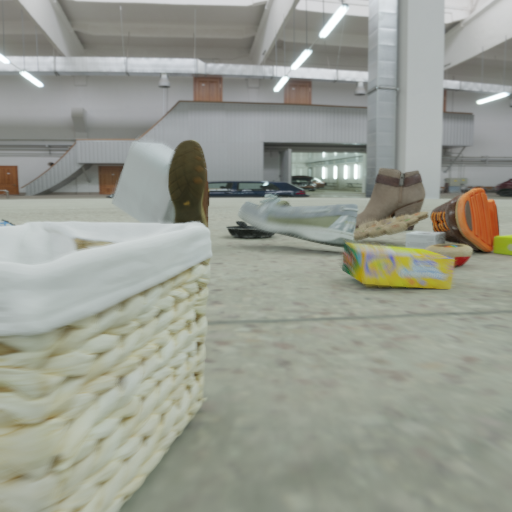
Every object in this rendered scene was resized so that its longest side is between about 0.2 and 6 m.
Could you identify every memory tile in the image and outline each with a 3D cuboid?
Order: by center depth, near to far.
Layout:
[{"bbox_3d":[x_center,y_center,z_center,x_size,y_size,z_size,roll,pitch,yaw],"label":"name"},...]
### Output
[{"bbox_3d":[2.862,-0.654,12.780,1.447,0.158,1.888,-24,8,-40],"label":"memory tile"}]

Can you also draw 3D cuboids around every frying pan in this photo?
[{"bbox_3d":[-0.363,-0.697,14.805,1.375,0.370,2.273,-5,7,-37],"label":"frying pan"}]

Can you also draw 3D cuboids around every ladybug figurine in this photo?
[{"bbox_3d":[3.270,-0.002,9.509,1.003,0.361,0.681,-6,10,-37],"label":"ladybug figurine"}]

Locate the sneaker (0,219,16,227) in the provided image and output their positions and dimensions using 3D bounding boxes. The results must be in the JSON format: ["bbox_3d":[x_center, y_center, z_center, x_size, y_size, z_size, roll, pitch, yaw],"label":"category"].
[{"bbox_3d":[-6.589,-0.604,13.784,1.732,0.628,0.622,11,-26,-5],"label":"sneaker"}]

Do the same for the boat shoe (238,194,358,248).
[{"bbox_3d":[0.839,-0.839,11.767,2.824,0.906,1.041,15,3,40],"label":"boat shoe"}]

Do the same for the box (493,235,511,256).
[{"bbox_3d":[5.535,-0.173,10.718,0.973,0.380,1.596,-5,9,-32],"label":"box"}]

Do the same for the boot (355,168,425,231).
[{"bbox_3d":[3.750,-1.700,16.705,2.504,1.831,0.879,3,9,21],"label":"boot"}]

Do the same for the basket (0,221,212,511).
[{"bbox_3d":[-1.079,0.474,2.754,1.314,1.196,1.939,1,7,13],"label":"basket"}]

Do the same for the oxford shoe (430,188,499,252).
[{"bbox_3d":[4.323,-0.647,11.885,1.298,1.269,3.560,-6,-5,28],"label":"oxford shoe"}]

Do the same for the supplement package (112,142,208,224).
[{"bbox_3d":[-2.110,-1.514,12.274,1.419,1.484,1.091,32,21,20],"label":"supplement package"}]

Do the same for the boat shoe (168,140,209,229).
[{"bbox_3d":[-1.269,-1.197,10.849,0.740,2.056,0.694,-1,12,4],"label":"boat shoe"}]

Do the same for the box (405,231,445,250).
[{"bbox_3d":[3.427,-0.267,11.331,0.628,0.413,0.632,5,9,34],"label":"box"}]

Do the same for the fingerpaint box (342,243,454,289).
[{"bbox_3d":[1.939,0.138,7.826,1.228,0.450,1.024,4,7,-8],"label":"fingerpaint box"}]
